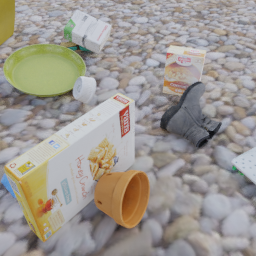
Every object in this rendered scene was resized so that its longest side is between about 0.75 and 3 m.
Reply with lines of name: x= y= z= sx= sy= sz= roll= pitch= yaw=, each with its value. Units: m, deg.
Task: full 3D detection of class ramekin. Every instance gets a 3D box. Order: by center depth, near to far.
ramekin: x=-1.366 y=-1.199 z=8.641 sx=0.433 sy=0.825 sz=0.825 roll=14 pitch=32 yaw=-34

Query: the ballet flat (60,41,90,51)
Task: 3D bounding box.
ballet flat: x=-2.053 y=-3.427 z=11.482 sx=1.484 sy=0.509 sz=0.468 roll=-9 pitch=71 yaw=-10

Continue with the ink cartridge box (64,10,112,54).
ink cartridge box: x=-1.575 y=-3.780 z=11.036 sx=1.546 sy=0.652 sz=1.130 roll=26 pitch=66 yaw=0

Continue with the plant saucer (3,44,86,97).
plant saucer: x=-2.815 y=-1.946 z=9.648 sx=2.696 sy=0.419 sz=2.696 roll=6 pitch=49 yaw=-7

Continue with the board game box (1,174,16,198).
board game box: x=-2.373 y=1.214 z=6.544 sx=0.908 sy=0.224 sz=1.149 roll=-37 pitch=48 yaw=-28

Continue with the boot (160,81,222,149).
boot: x=2.052 y=-0.368 z=8.030 sx=1.443 sy=0.765 sz=2.192 roll=29 pitch=60 yaw=25

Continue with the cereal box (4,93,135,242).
cereal box: x=-0.909 y=0.747 z=5.717 sx=0.549 sy=1.997 sz=2.776 roll=30 pitch=51 yaw=30

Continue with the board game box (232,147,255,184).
board game box: x=3.876 y=1.110 z=6.609 sx=2.039 sy=0.264 sz=2.039 roll=-22 pitch=46 yaw=-22

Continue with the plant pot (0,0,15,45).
plant pot: x=-6.208 y=-4.720 z=11.731 sx=2.476 sy=2.184 sz=2.476 roll=7 pitch=42 yaw=7

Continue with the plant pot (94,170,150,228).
plant pot: x=-0.152 y=1.377 z=5.777 sx=0.796 sy=1.137 sz=1.137 roll=7 pitch=39 yaw=32

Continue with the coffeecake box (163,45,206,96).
coffeecake box: x=1.769 y=-1.774 z=8.938 sx=1.134 sy=1.477 sz=0.540 roll=13 pitch=43 yaw=14
